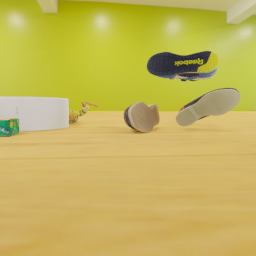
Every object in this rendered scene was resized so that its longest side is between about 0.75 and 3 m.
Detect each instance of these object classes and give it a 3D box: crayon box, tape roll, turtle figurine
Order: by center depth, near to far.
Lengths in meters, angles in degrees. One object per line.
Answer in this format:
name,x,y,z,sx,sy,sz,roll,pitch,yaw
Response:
crayon box,-3.444,-0.028,6.715,1.407,0.410,0.836,0,4,-6
tape roll,-3.298,-0.474,8.937,2.794,0.977,2.794,1,4,0
turtle figurine,-2.345,-0.533,11.385,2.262,0.728,1.824,-11,-2,-10

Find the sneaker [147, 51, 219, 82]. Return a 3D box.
sneaker,1.745,-1.916,9.066,2.334,0.863,0.960,8,-8,24

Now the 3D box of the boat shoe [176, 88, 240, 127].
boat shoe,2.202,-0.622,7.774,1.948,0.693,0.610,-29,7,42

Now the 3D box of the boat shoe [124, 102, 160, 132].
boat shoe,0.310,-0.287,7.998,0.767,0.851,2.367,-12,4,21
